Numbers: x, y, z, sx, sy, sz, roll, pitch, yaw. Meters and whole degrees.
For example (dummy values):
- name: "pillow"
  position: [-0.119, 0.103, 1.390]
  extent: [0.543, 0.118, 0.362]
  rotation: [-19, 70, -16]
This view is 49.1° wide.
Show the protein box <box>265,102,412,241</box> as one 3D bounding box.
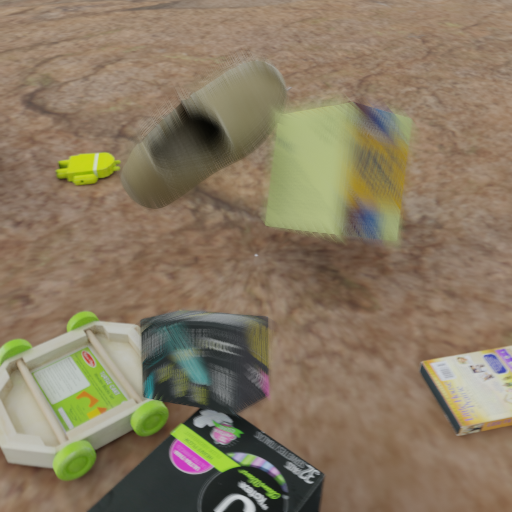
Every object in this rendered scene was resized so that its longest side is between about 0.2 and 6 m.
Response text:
- name: "protein box"
  position: [1.149, -1.173, 8.147]
  extent: [1.153, 1.709, 1.697]
  rotation: [4, 4, -33]

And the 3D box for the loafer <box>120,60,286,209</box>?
- name: "loafer"
  position: [-0.584, -1.879, 8.246]
  extent: [1.201, 1.066, 3.160]
  rotation: [45, 68, -5]

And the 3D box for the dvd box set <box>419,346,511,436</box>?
- name: "dvd box set"
  position: [2.787, 1.563, 6.651]
  extent: [1.368, 0.201, 1.001]
  rotation: [-8, 37, -11]

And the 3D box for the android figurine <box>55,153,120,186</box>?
- name: "android figurine"
  position: [-3.318, -1.757, 11.111]
  extent: [1.214, 0.249, 1.105]
  rotation: [-7, 37, -8]

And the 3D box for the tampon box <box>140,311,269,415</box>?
- name: "tampon box"
  position: [-0.456, 0.924, 5.094]
  extent: [1.002, 0.751, 0.633]
  rotation: [2, 4, 29]

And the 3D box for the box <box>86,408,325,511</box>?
- name: "box"
  position: [-0.483, 2.405, 4.718]
  extent: [1.348, 1.128, 1.815]
  rotation: [26, 44, 30]

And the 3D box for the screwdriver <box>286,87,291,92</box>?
- name: "screwdriver"
  position: [0.473, -3.995, 14.115]
  extent: [0.259, 0.249, 1.782]
  rotation: [37, 46, -2]

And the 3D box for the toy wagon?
- name: "toy wagon"
  position: [-1.798, 1.423, 6.599]
  extent: [2.524, 0.499, 1.958]
  rotation: [-23, 43, -29]
